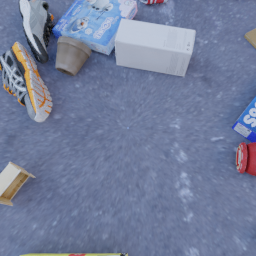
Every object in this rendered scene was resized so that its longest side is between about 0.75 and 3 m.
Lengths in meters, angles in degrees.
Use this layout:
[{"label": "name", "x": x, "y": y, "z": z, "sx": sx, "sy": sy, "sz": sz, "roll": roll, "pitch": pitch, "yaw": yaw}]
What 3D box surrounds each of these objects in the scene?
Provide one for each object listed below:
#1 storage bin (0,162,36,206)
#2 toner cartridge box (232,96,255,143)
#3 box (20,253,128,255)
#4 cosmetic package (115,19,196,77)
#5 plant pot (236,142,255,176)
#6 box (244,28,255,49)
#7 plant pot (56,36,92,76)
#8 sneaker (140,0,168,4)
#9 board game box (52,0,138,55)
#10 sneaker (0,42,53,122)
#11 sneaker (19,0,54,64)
[{"label": "storage bin", "x": -3.168, "y": 1.549, "z": 7.651, "sx": 0.461, "sy": 0.977, "sz": 0.984, "roll": 31, "pitch": 75, "yaw": 19}, {"label": "toner cartridge box", "x": 4.645, "y": -0.681, "z": 8.926, "sx": 1.288, "sy": 0.586, "sz": 2.713, "roll": 38, "pitch": 72, "yaw": 15}, {"label": "box", "x": -1.342, "y": 3.639, "z": 6.956, "sx": 2.670, "sy": 0.669, "sz": 1.005, "roll": -1, "pitch": 68, "yaw": 4}, {"label": "cosmetic package", "x": 0.863, "y": -2.662, "z": 9.389, "sx": 2.459, "sy": 1.323, "sz": 1.043, "roll": 12, "pitch": 68, "yaw": 4}, {"label": "plant pot", "x": 3.646, "y": 0.886, "z": 8.060, "sx": 0.925, "sy": 1.016, "sz": 1.016, "roll": 4, "pitch": 66, "yaw": 12}, {"label": "box", "x": 5.276, "y": -3.101, "z": 10.193, "sx": 1.333, "sy": 0.174, "sz": 1.631, "roll": -29, "pitch": 69, "yaw": -12}, {"label": "plant pot", "x": -1.940, "y": -2.351, "z": 9.463, "sx": 1.163, "sy": 1.163, "sz": 1.009, "roll": 18, "pitch": 85, "yaw": 7}, {"label": "sneaker", "x": 0.800, "y": -5.651, "z": 11.025, "sx": 1.050, "sy": 0.665, "sz": 1.866, "roll": -16, "pitch": 70, "yaw": -10}, {"label": "board game box", "x": -1.176, "y": -3.940, "z": 10.218, "sx": 2.285, "sy": 0.498, "sz": 2.297, "roll": 22, "pitch": 68, "yaw": 17}, {"label": "sneaker", "x": -3.384, "y": -1.360, "z": 9.044, "sx": 1.144, "sy": 1.159, "sz": 2.962, "roll": -29, "pitch": 66, "yaw": 3}, {"label": "sneaker", "x": -3.130, "y": -3.557, "z": 9.950, "sx": 1.117, "sy": 1.041, "sz": 2.817, "roll": -13, "pitch": 67, "yaw": -10}]
